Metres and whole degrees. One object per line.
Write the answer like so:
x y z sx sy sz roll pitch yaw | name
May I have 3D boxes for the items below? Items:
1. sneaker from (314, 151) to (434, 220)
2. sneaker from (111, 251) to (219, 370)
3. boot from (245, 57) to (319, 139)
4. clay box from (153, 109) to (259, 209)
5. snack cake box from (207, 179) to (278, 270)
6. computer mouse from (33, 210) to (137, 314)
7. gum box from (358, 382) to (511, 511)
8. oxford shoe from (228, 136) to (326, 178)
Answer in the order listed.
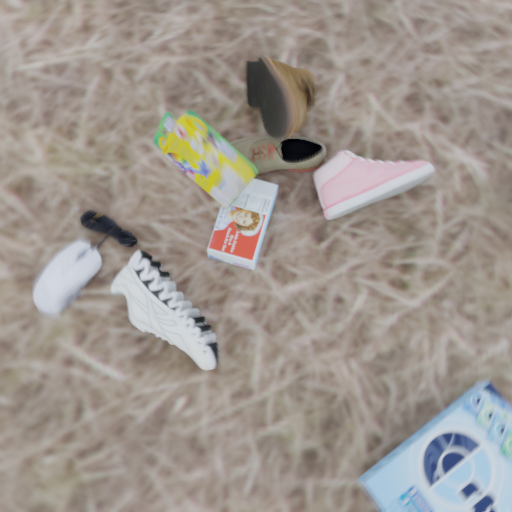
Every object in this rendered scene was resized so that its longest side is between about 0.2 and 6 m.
1.996 -1.493 9.842 2.087 0.786 1.091 -22 80 -2 | sneaker
-1.479 1.019 9.192 0.936 0.868 2.309 -42 75 2 | sneaker
0.562 -2.751 9.277 1.186 3.143 1.157 -4 118 -6 | boot
-0.846 -1.610 9.048 1.674 0.962 0.398 42 57 -4 | clay box
-0.227 -0.599 9.743 0.857 0.501 1.490 16 75 3 | snack cake box
-3.047 0.136 9.568 1.080 0.432 1.969 36 77 9 | computer mouse
3.240 3.562 8.517 2.556 0.569 2.172 -35 77 -9 | gum box
0.170 -1.842 9.896 2.148 0.803 0.757 -7 86 0 | oxford shoe
